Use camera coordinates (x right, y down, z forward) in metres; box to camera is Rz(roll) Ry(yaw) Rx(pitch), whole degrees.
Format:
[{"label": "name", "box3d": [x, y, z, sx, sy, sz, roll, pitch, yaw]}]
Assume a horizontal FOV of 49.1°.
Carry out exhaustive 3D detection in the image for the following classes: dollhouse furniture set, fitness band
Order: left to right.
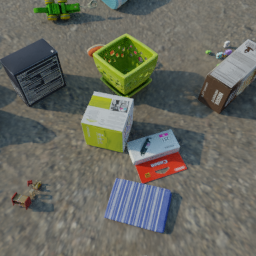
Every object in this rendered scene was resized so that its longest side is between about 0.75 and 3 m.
[{"label": "dollhouse furniture set", "box3d": [-2.976, 1.927, 8.277, 0.465, 0.351, 0.863, 15, 41, 11]}, {"label": "fitness band", "box3d": [0.142, -2.869, 11.148, 0.798, 0.573, 0.149, 54, 36, -1]}]

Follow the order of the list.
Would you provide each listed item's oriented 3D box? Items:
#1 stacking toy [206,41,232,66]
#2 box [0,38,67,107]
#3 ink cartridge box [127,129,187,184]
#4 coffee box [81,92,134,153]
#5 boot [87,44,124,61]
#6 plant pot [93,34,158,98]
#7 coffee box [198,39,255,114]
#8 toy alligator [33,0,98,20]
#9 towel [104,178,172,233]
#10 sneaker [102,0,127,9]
[{"label": "stacking toy", "box3d": [3.952, -3.055, 11.530, 1.245, 0.293, 0.939, -23, 59, -14]}, {"label": "box", "box3d": [-3.291, -1.965, 9.970, 1.698, 1.684, 1.046, -36, 64, -22]}, {"label": "ink cartridge box", "box3d": [0.916, 0.873, 8.915, 1.591, 0.347, 1.381, -16, 57, -10]}, {"label": "coffee box", "box3d": [-0.617, -0.172, 9.003, 1.321, 1.319, 1.307, 13, 58, 8]}, {"label": "boot", "box3d": [-0.904, -2.924, 11.308, 1.512, 0.567, 0.810, -1, 62, -2]}, {"label": "plant pot", "box3d": [-0.085, -2.114, 10.166, 1.677, 1.530, 1.686, -38, 65, -22]}, {"label": "coffee box", "box3d": [3.786, -1.849, 10.064, 2.494, 1.426, 0.994, -40, 66, -22]}, {"label": "toy alligator", "box3d": [-2.829, -5.479, 12.881, 2.865, 0.849, 0.777, -8, 16, -5]}, {"label": "towel", "box3d": [0.317, 2.220, 8.149, 1.748, 0.208, 1.266, 12, 60, 9]}, {"label": "sneaker", "box3d": [-0.724, -7.138, 13.734, 1.901, 1.158, 2.911, -33, 72, -18]}]
